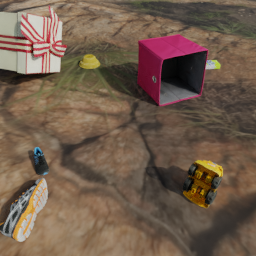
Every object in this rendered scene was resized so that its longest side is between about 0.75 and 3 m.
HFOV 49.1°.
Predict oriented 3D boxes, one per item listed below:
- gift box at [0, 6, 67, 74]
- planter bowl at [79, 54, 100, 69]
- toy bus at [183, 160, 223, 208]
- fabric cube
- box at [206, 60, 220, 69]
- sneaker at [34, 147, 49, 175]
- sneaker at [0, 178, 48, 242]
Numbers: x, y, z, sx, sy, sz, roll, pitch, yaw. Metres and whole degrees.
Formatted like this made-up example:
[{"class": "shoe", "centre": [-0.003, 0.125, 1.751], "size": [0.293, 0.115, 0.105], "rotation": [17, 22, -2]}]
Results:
[{"class": "gift box", "centre": [-4.230, -3.690, 11.576], "size": [2.590, 2.774, 2.559], "rotation": [13, 22, 18]}, {"class": "planter bowl", "centre": [-1.831, -3.220, 13.309], "size": [1.004, 0.418, 1.004], "rotation": [2, 37, -2]}, {"class": "toy bus", "centre": [2.014, 1.220, 6.996], "size": [0.781, 1.151, 1.105], "rotation": [29, 38, 30]}, {"class": "fabric cube", "centre": [1.624, -2.320, 10.911], "size": [1.976, 1.938, 1.970], "rotation": [-16, 40, -18]}, {"class": "box", "centre": [3.769, -2.972, 13.173], "size": [0.968, 0.231, 0.590], "rotation": [-3, 37, -5]}, {"class": "sneaker", "centre": [-2.495, 0.941, 7.916], "size": [0.355, 0.397, 0.970], "rotation": [-18, 42, -23]}, {"class": "sneaker", "centre": [-2.411, 1.822, 6.599], "size": [0.628, 0.636, 1.626], "rotation": [4, 38, 13]}]
